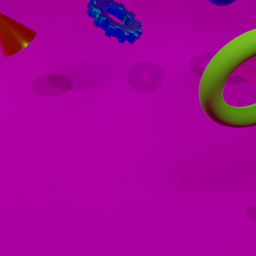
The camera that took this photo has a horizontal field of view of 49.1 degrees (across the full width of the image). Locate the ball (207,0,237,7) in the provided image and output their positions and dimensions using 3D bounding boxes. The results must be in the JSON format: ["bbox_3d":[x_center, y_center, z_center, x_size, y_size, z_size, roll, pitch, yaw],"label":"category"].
[{"bbox_3d":[2.823,-4.241,8.234,1.229,1.229,1.229,0,45,0],"label":"ball"}]

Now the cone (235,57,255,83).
[{"bbox_3d":[3.082,-1.806,5.539,1.559,1.559,1.564,17,85,16],"label":"cone"}]

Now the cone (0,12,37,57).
[{"bbox_3d":[-3.472,-2.878,7.923,1.216,1.221,1.216,-18,43,18],"label":"cone"}]

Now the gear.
[{"bbox_3d":[-0.371,-3.259,8.377,1.773,0.328,1.773,22,44,-23],"label":"gear"}]

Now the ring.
[{"bbox_3d":[1.846,-0.654,4.056,1.653,1.653,0.331,-5,43,-5],"label":"ring"}]
